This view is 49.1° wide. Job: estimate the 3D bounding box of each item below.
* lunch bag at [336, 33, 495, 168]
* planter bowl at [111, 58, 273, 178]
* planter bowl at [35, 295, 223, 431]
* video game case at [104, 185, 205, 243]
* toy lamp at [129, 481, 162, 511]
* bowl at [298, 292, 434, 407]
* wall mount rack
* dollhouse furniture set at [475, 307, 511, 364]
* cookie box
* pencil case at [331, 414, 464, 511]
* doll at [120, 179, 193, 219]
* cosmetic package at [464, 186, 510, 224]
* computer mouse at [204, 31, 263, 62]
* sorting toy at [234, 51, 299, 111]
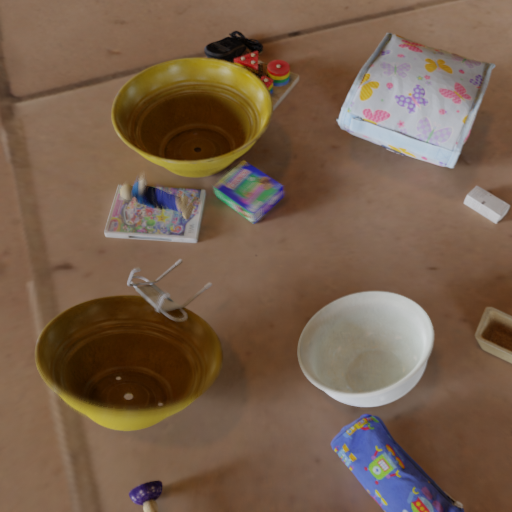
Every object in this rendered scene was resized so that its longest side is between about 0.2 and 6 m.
[{"bbox_3d":[3.197,-3.006,11.481,2.470,1.852,2.912,22,47,13],"label":"lunch bag"},{"bbox_3d":[-1.245,-2.569,11.454,3.156,1.315,3.156,0,55,-1],"label":"planter bowl"},{"bbox_3d":[-1.860,1.744,8.264,2.616,1.090,2.616,9,29,-5],"label":"planter bowl"},{"bbox_3d":[-1.945,-0.843,10.926,1.762,0.159,1.262,4,54,2],"label":"video game case"},{"bbox_3d":[-1.232,3.925,7.288,0.537,0.537,1.845,-18,56,-13],"label":"toy lamp"},{"bbox_3d":[1.717,1.552,8.539,2.036,0.915,2.036,-14,37,11],"label":"bowl"},{"bbox_3d":[-1.404,0.493,9.044,1.275,0.475,1.107,37,25,27],"label":"wall mount rack"},{"bbox_3d":[4.495,1.623,8.156,2.502,1.776,1.983,26,58,17],"label":"dollhouse furniture set"},{"bbox_3d":[-0.151,-1.269,11.041,1.056,0.397,0.903,36,68,25],"label":"cookie box"},{"bbox_3d":[1.952,3.091,7.693,0.872,0.783,2.007,-47,63,6],"label":"pencil case"},{"bbox_3d":[-1.896,-1.087,10.330,1.427,0.974,0.346,16,69,22],"label":"doll"},{"bbox_3d":[4.514,-1.009,10.974,0.756,0.280,0.385,37,63,25],"label":"cosmetic package"},{"bbox_3d":[-0.653,-5.053,13.849,1.044,0.397,1.508,39,52,24],"label":"computer mouse"},{"bbox_3d":[0.010,-4.155,13.068,1.525,0.531,1.516,25,58,17],"label":"sorting toy"}]
